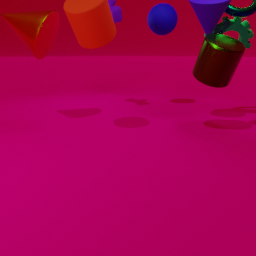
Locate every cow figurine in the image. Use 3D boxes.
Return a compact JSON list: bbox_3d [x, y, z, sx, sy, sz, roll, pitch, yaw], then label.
[{"bbox_3d":[-0.863,-4.241,10.334,1.451,0.797,1.428,6,41,17],"label":"cow figurine"}]

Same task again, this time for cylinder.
[{"bbox_3d":[-0.951,-2.810,7.224,1.085,1.085,1.085,-8,53,10],"label":"cylinder"},{"bbox_3d":[2.434,-1.830,7.599,1.087,1.087,1.087,7,41,-6],"label":"cylinder"}]

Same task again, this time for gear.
[{"bbox_3d":[3.272,-2.886,9.195,1.526,1.526,0.282,0,46,0],"label":"gear"}]

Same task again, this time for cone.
[{"bbox_3d":[2.441,-3.289,8.408,1.249,1.253,1.249,-6,40,5],"label":"cone"},{"bbox_3d":[-3.235,-3.210,8.729,1.611,1.605,1.605,24,17,-2],"label":"cone"}]

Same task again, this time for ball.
[{"bbox_3d":[1.315,-4.142,10.691,1.151,1.151,1.151,0,16,0],"label":"ball"}]

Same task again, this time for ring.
[{"bbox_3d":[3.403,-3.991,8.569,1.392,1.392,0.278,0,-17,1],"label":"ring"}]
